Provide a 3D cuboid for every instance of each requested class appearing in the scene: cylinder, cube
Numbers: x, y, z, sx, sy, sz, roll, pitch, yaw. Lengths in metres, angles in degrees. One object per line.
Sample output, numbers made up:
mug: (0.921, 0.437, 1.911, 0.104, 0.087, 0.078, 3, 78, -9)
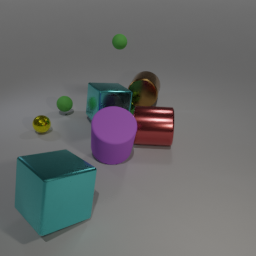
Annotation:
cylinder: (0.775, -1.834, 13.244, 1.400, 1.400, 1.400, 5, 27, 10)
cylinder: (-0.488, 0.260, 9.047, 1.400, 1.400, 1.400, 4, 56, -6)
cube: (-0.810, -1.002, 11.430, 1.400, 1.400, 1.400, -3, 23, -26)
cylinder: (0.903, -0.080, 10.102, 1.400, 1.400, 1.400, 3, 29, 4)
cube: (-1.791, 1.477, 6.862, 1.400, 1.400, 1.400, -6, 21, -44)

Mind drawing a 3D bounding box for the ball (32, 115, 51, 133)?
ball: (-3.369, -0.155, 10.935, 0.700, 0.700, 0.700, 0, 29, 0)

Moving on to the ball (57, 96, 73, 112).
ball: (-2.779, -1.062, 12.298, 0.700, 0.700, 0.700, 0, 29, 0)

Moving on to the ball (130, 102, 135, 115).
ball: (-0.015, -0.836, 12.241, 0.700, 0.700, 0.700, 0, 29, 0)

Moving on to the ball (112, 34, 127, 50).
ball: (-0.384, -3.970, 12.893, 0.700, 0.700, 0.700, 0, 29, 0)
